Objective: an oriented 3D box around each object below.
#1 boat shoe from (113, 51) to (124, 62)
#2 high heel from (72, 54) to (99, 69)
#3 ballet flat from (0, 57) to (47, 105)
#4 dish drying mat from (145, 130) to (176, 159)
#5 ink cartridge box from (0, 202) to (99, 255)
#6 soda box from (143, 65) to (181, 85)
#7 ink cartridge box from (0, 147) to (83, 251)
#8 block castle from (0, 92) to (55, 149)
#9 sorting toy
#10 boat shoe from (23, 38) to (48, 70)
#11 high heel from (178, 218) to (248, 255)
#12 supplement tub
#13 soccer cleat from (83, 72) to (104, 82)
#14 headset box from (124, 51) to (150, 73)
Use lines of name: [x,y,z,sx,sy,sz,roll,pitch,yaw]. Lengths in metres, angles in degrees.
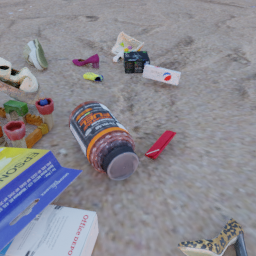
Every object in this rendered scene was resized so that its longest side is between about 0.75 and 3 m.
boat shoe: [-0.380,-3.343,13.265,0.299,0.305,0.862,26,55,20]
high heel: [-1.910,-3.127,12.597,1.437,0.691,0.485,13,37,17]
ballet flat: [-3.624,-1.544,8.616,2.957,0.994,1.006,20,45,-42]
dish drying mat: [0.902,0.435,7.725,0.397,0.094,1.034,12,51,48]
ink cartridge box: [-1.477,2.075,5.169,1.605,0.689,1.175,7,36,10]
soda box: [1.320,-2.080,10.938,1.413,0.481,0.450,16,20,10]
ink cartridge box: [-2.775,1.335,5.602,2.731,0.642,2.699,-3,27,36]
block castle: [-3.754,-0.393,8.150,2.815,1.321,1.881,13,37,17]
sorting toy: [-0.115,-3.937,13.835,1.378,0.736,1.241,35,62,21]
boat shoe: [-4.244,-3.227,12.719,0.823,0.899,2.406,-26,41,-2]
high heel: [1.577,2.061,5.338,1.368,0.488,0.975,14,39,-5]
supplement tub: [-0.619,0.304,7.228,1.244,1.244,2.326,-17,39,-23]
soccer cleat: [-1.437,-2.069,11.445,0.879,0.284,0.368,8,36,10]
headset box: [0.370,-2.953,12.443,1.099,0.585,1.262,-2,35,-2]
